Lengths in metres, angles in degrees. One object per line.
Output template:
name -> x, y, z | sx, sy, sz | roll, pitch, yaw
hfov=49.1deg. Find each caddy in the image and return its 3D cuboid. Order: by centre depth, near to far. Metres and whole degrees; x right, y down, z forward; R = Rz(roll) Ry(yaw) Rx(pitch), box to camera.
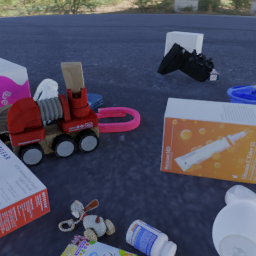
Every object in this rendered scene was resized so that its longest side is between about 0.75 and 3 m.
caddy -> 4.958, -1.017, 10.579 | 2.380, 1.249, 1.682 | 9, 30, 16

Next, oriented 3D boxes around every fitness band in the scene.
fitness band -> -0.532, -0.320, 10.201 | 1.949, 0.365, 1.400 | -4, 28, -5

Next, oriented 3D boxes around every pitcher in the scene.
pitcher -> 2.430, 1.947, 5.316 | 1.474, 1.042, 1.718 | 24, 24, 21

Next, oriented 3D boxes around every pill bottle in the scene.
pill bottle -> 0.445, 2.163, 5.317 | 0.884, 0.495, 0.495 | 20, 34, 33

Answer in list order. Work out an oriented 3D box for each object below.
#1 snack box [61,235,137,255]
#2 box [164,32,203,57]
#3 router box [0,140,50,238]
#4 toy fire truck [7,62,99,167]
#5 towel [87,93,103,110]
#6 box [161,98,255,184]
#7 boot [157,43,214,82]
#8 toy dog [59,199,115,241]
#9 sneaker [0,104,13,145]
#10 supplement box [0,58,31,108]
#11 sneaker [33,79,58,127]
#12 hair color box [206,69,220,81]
snack box -> -0.602, 2.495, 4.758 | 1.254, 0.424, 1.058 | 11, 29, 17
box -> 3.578, -5.204, 17.910 | 1.955, 1.683, 1.965 | 13, 26, 22
router box -> -3.641, 1.483, 6.371 | 2.584, 0.703, 2.880 | -23, 35, -36
toy fire truck -> -2.082, -0.538, 7.874 | 2.540, 2.885, 1.856 | -12, 29, -23
towel -> -1.822, -0.920, 11.291 | 0.960, 0.417, 1.720 | 15, 32, 26
box -> 2.343, 0.300, 7.548 | 2.739, 1.704, 1.335 | 6, 28, 11
boot -> 2.883, -3.074, 14.301 | 2.273, 2.774, 1.027 | 27, 72, -7
toy dog -> -0.836, 1.842, 5.826 | 1.215, 0.585, 0.802 | 15, 31, 26
sneaker -> -4.054, 0.118, 9.086 | 1.011, 0.943, 2.678 | 25, 29, -3
supplement box -> -5.763, -2.118, 12.436 | 2.896, 1.465, 1.497 | 22, 35, 36
sneaker -> -2.793, -0.854, 10.738 | 1.718, 1.127, 2.986 | 10, 36, 0
hair color box -> 4.382, -2.930, 15.129 | 0.670, 0.405, 1.339 | -2, 28, -5
